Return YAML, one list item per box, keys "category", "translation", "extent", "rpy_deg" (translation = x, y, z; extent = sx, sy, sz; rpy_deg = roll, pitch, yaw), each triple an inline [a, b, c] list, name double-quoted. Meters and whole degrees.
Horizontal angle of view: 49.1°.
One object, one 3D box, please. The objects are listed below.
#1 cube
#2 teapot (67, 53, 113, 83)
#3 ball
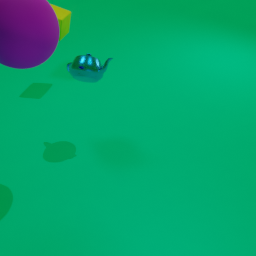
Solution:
- category: "cube"
  translation: [-2.435, -3.520, 9.339]
  extent: [0.770, 0.770, 0.770]
  rpy_deg: [21, 44, 0]
- category: "teapot"
  translation: [-0.977, -1.517, 6.959]
  extent: [1.363, 0.668, 0.848]
  rpy_deg: [4, -6, 27]
- category: "ball"
  translation: [-1.912, -1.740, 4.907]
  extent: [1.385, 1.385, 1.385]
  rpy_deg: [0, 40, 0]
